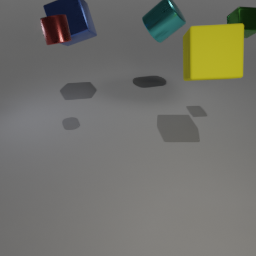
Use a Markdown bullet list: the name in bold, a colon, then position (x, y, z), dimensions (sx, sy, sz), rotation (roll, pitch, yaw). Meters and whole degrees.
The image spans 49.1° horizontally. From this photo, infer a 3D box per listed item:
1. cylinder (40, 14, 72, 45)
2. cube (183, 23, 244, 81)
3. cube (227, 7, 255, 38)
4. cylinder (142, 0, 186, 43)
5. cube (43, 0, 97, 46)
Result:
- **cylinder**: position (-1.962, -2.678, 7.657), dimensions (0.700, 0.700, 0.700), rotation (-9, 19, 3)
- **cube**: position (2.381, -2.101, 8.057), dimensions (1.400, 1.400, 1.400), rotation (-2, 8, 3)
- **cube**: position (3.545, -3.231, 8.620), dimensions (0.700, 0.700, 0.700), rotation (-1, -1, -10)
- **cylinder**: position (1.571, -4.708, 12.219), dimensions (1.400, 1.400, 1.400), rotation (-33, 19, 27)
- **cube**: position (-2.211, -4.178, 10.983), dimensions (1.400, 1.400, 1.400), rotation (-16, 7, 10)
